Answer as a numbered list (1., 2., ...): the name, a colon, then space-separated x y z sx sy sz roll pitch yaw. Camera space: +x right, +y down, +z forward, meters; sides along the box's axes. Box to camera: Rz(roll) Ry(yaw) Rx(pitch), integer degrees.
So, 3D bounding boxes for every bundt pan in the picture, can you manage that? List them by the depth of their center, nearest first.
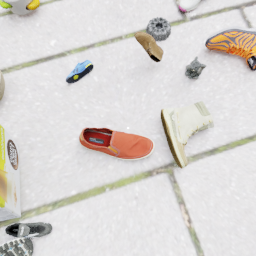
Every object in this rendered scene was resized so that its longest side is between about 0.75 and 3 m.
1. bundt pan: 1.272 -4.114 11.489 1.078 0.404 1.078 0 72 -1

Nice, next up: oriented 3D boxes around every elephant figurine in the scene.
1. elephant figurine: 2.581 -2.318 10.581 0.738 1.042 0.809 13 73 4

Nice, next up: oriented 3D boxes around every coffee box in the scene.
1. coffee box: -4.965 1.382 8.379 2.658 2.628 2.654 -12 60 -4

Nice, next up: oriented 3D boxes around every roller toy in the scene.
1. roller toy: -4.420 -5.476 11.553 1.556 1.087 1.419 -7 72 8

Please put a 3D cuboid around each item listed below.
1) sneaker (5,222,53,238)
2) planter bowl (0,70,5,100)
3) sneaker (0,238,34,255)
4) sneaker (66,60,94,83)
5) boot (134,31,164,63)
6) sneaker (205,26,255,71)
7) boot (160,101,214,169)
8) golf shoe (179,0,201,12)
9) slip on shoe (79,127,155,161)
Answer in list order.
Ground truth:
1. sneaker: -3.224 3.292 8.997 1.512 0.684 0.502 -1 73 0
2. planter bowl: -5.309 -1.506 10.232 1.821 1.226 1.821 0 72 0
3. sneaker: -4.160 4.122 8.567 2.483 1.117 0.973 -24 97 -28
4. sneaker: -1.947 -2.218 10.918 1.265 0.417 0.496 -38 63 -11
5. boot: 0.777 -2.958 10.247 1.408 0.518 0.531 34 51 -28
6. sneaker: 4.426 -3.024 10.805 2.719 1.055 1.523 -6 71 -2
7. boot: 2.241 0.186 9.928 1.736 0.809 2.245 -13 71 -5
8. golf shoe: 2.934 -5.700 11.733 1.999 0.915 0.753 -41 78 -10
9. slip on shoe: -0.403 0.505 9.806 2.737 0.838 1.014 11 71 2
